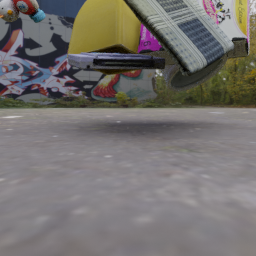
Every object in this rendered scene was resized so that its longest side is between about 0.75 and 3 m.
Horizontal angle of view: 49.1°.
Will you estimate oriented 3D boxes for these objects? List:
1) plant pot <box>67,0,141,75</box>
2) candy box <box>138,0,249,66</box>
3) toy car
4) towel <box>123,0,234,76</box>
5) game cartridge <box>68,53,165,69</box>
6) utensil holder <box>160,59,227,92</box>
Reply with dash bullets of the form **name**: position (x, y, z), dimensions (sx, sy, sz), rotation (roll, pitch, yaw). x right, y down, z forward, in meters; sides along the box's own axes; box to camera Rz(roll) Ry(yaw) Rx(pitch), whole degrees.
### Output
- **plant pot**: position (-0.481, -3.327, 9.579), dimensions (2.243, 2.294, 2.228), rotation (-4, -8, 35)
- **candy box**: position (1.884, -2.989, 8.110), dimensions (3.000, 2.046, 0.915), rotation (-1, -18, 25)
- **toy car**: position (-3.486, -3.646, 8.545), dimensions (1.345, 1.240, 1.190), rotation (-37, 40, -6)
- **towel**: position (1.004, -2.449, 6.196), dimensions (2.604, 2.705, 0.467), rotation (-35, -5, -45)
- **game cartridge**: position (-0.314, -1.634, 6.784), dimensions (2.065, 0.396, 1.338), rotation (-5, 22, -23)
- **utensil holder**: position (1.972, -3.156, 10.390), dimensions (2.368, 2.786, 2.368), rotation (-20, -19, -7)
